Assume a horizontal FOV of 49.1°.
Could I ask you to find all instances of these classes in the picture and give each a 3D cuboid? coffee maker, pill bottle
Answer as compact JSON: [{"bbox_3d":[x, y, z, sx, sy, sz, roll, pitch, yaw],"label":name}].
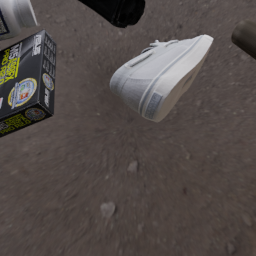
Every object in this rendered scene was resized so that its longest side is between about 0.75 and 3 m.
[{"bbox_3d":[-0.597,-3.341,7.292,1.561,1.095,1.625,-32,59,-29],"label":"coffee maker"},{"bbox_3d":[-2.025,-1.691,4.306,1.107,0.663,0.663,-17,66,-8],"label":"pill bottle"}]

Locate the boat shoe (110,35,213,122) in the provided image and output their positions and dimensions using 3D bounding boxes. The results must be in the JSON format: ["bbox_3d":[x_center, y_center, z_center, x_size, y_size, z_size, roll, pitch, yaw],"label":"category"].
[{"bbox_3d":[0.681,-1.098,4.973,1.026,1.078,2.994,31,44,11],"label":"boat shoe"}]

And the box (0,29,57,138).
[{"bbox_3d":[-1.629,-0.626,4.019,1.207,0.333,1.506,-20,53,16],"label":"box"}]

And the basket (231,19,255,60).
[{"bbox_3d":[2.637,-1.751,5.672,0.871,0.657,0.966,-9,44,-35],"label":"basket"}]
